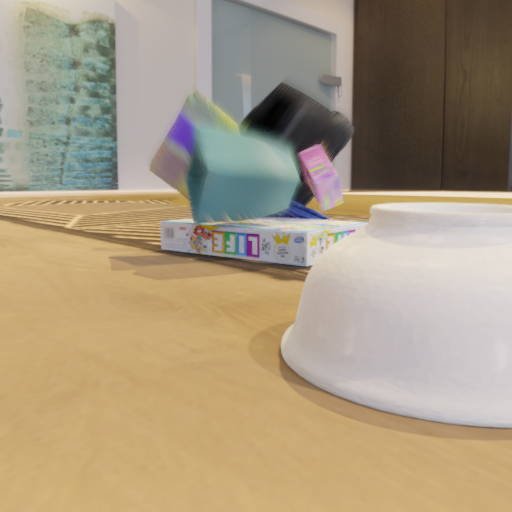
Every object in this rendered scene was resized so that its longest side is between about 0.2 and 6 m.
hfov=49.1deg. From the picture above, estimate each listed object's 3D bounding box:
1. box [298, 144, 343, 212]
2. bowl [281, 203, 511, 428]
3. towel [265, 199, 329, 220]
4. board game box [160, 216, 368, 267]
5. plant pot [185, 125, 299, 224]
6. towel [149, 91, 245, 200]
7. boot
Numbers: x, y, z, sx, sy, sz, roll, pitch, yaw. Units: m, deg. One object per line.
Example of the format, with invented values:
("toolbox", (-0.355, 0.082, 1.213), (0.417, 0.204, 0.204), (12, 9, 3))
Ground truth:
("box", (1.365, -1.644, 11.813), (0.499, 0.907, 1.031), (-23, 53, 1))
("bowl", (1.734, 0.240, 4.981), (3.032, 1.363, 3.032), (1, 8, 0))
("towel", (0.335, -1.005, 13.248), (1.868, 0.308, 2.580), (22, -14, -27))
("board game box", (0.160, -0.407, 11.597), (3.628, 0.621, 2.439), (7, 11, 37))
("plant pot", (-0.246, -1.426, 10.224), (1.800, 1.272, 1.271), (1, 47, -19))
("towel", (-1.175, -2.021, 10.949), (1.415, 1.970, 0.224), (40, 32, 2))
("boot", (0.629, -2.150, 12.539), (1.183, 2.970, 3.603), (37, 20, 16))
